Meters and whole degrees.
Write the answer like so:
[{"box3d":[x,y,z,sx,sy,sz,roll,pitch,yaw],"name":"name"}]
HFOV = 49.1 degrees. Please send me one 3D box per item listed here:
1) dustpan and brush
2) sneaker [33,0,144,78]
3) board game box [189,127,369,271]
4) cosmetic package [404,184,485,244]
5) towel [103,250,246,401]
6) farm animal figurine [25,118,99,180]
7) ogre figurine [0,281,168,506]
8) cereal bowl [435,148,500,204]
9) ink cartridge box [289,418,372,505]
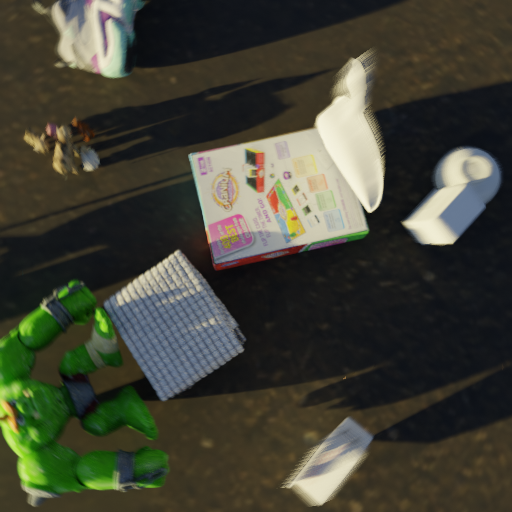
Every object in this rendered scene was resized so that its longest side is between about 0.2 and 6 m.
[{"box3d":[1.418,-1.918,8.326,0.704,2.458,1.716,-30,62,5],"name":"dustpan and brush"},{"box3d":[-3.184,-4.802,10.551,1.932,1.073,2.761,6,77,1],"name":"sneaker"},{"box3d":[0.378,-1.062,10.006,2.760,0.556,2.111,-12,78,-3],"name":"board game box"},{"box3d":[3.243,-0.704,9.671,0.908,0.911,0.560,-45,100,-12],"name":"cosmetic package"},{"box3d":[-1.332,1.175,9.405,1.667,0.861,2.013,-35,78,-8],"name":"towel"},{"box3d":[-3.545,-2.004,10.147,1.194,0.622,1.181,-16,76,-1],"name":"farm animal figurine"},{"box3d":[-2.953,2.300,8.816,2.086,1.707,3.480,-23,94,-23],"name":"ogre figurine"},{"box3d":[3.853,-1.457,10.117,1.118,0.466,1.118,-1,77,4],"name":"cereal bowl"},{"box3d":[1.143,3.083,8.372,0.518,1.552,0.899,38,102,19],"name":"ink cartridge box"}]
